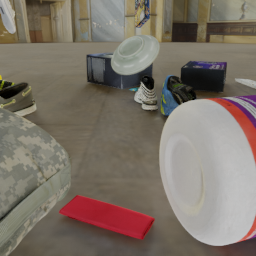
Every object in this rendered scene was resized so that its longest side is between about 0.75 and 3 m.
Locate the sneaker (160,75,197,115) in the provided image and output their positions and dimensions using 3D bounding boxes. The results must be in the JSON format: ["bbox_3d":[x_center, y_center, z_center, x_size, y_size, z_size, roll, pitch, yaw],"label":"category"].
[{"bbox_3d":[1.562,-0.975,8.725,1.043,0.892,2.516,9,25,2],"label":"sneaker"}]

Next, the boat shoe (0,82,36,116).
[{"bbox_3d":[-3.614,-0.581,7.462,1.023,0.856,2.864,8,22,22],"label":"boat shoe"}]

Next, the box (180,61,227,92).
[{"bbox_3d":[3.278,-2.266,11.992,1.722,0.962,2.439,4,21,19],"label":"box"}]

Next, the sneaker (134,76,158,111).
[{"bbox_3d":[0.618,-1.248,9.099,0.648,0.988,1.716,-4,20,-10],"label":"sneaker"}]

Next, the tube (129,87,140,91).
[{"bbox_3d":[0.420,-1.534,11.099,0.765,0.193,0.296,7,13,32],"label":"tube"}]

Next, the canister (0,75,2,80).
[{"bbox_3d":[-6.191,-2.186,12.578,0.651,0.380,0.877,2,19,6],"label":"canister"}]

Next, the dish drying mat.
[{"bbox_3d":[-0.291,1.180,3.764,1.228,0.112,0.472,8,21,23],"label":"dish drying mat"}]

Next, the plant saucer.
[{"bbox_3d":[0.116,-1.926,6.994,1.325,0.333,1.325,-15,52,20],"label":"plant saucer"}]

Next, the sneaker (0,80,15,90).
[{"bbox_3d":[-4.773,-1.216,9.210,2.324,0.876,0.888,-7,22,-22],"label":"sneaker"}]

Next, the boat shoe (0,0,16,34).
[{"bbox_3d":[-4.070,-3.907,9.518,0.467,1.297,0.426,10,41,33],"label":"boat shoe"}]

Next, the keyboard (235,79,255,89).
[{"bbox_3d":[5.560,-1.799,11.845,0.776,0.147,2.759,-3,21,-8],"label":"keyboard"}]

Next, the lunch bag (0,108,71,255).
[{"bbox_3d":[-1.929,0.732,2.634,2.049,1.702,2.443,7,22,19],"label":"lunch bag"}]

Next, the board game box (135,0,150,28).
[{"bbox_3d":[0.475,-4.075,9.383,0.201,1.159,0.785,1,-4,-21],"label":"board game box"}]

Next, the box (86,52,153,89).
[{"bbox_3d":[-0.342,-2.659,12.503,2.139,1.329,2.157,18,27,37],"label":"box"}]

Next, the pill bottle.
[{"bbox_3d":[2.037,0.367,3.670,2.988,1.680,1.680,-7,21,-17],"label":"pill bottle"}]
